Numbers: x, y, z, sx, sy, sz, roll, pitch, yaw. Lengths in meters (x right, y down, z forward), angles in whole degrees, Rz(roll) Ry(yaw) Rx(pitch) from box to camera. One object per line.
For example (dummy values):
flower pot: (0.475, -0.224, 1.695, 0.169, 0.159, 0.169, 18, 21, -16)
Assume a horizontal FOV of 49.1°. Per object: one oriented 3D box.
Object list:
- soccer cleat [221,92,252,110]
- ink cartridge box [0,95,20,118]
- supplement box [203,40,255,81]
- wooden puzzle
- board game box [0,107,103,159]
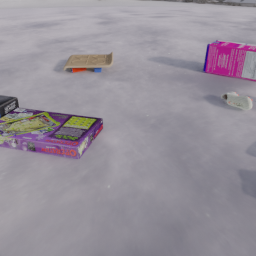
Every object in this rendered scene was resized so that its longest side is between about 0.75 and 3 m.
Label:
soccer cleat: (3.514, -0.863, 9.072, 0.517, 0.462, 1.334, -10, 22, -7)
ink cartridge box: (-4.998, -0.369, 7.969, 2.644, 0.621, 2.613, 9, 30, 13)
supplement box: (4.698, -2.929, 12.040, 2.474, 1.278, 1.252, 19, 32, 28)
wooden puzzle: (-1.774, -3.010, 13.046, 2.228, 0.516, 2.064, -5, 28, 0)
board game box: (-2.207, 0.063, 7.383, 2.727, 0.440, 1.637, 8, 25, 15)
